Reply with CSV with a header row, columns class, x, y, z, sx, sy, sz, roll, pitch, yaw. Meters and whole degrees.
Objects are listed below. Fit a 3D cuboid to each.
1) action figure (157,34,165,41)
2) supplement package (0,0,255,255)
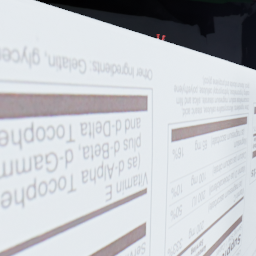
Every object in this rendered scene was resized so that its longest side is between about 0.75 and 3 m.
class,x,y,z,sx,sy,sz,roll,pitch,yaw
action figure,1.119,-2.961,10.719,0.367,1.126,0.557,13,27,6
supplement package,-0.284,0.223,1.052,1.257,0.895,1.614,6,8,38
